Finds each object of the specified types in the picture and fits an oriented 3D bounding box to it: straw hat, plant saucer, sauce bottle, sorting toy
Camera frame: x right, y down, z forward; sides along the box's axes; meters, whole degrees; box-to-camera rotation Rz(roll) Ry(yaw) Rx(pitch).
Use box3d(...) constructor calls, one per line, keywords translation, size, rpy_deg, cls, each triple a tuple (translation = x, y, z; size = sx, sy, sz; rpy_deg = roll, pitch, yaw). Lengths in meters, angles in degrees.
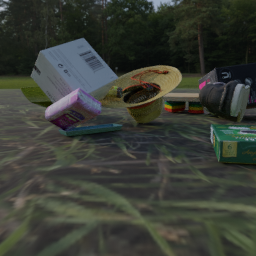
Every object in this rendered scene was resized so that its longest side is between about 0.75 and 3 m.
box3d(translation=(0.459, -0.755, 7.864), size=(2.534, 1.072, 2.534), rpy_deg=(-14, 30, 8), cls="straw hat")
box3d(translation=(-0.829, 0.035, 6.375), size=(1.413, 0.134, 0.494), rpy_deg=(-8, 10, -33), cls="plant saucer")
box3d(translation=(-2.318, -0.943, 9.419), size=(1.842, 0.441, 1.840), rpy_deg=(0, -9, 22), cls="plant saucer")
box3d(translation=(-0.649, -1.014, 7.680), size=(0.987, 0.319, 0.319), rpy_deg=(7, 11, 9), cls="sauce bottle")
box3d(translation=(2.213, -0.960, 10.743), size=(1.833, 0.638, 1.822), rpy_deg=(4, 11, 18), cls="sorting toy")

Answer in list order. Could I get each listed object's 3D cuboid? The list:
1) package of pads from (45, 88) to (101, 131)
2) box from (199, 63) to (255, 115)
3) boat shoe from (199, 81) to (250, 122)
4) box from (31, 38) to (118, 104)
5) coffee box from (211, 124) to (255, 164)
box3d(translation=(-1.148, -0.364, 5.834), size=(1.078, 0.408, 0.650), rpy_deg=(-24, -44, 33), cls="package of pads")
box3d(translation=(3.719, -1.258, 8.885), size=(2.449, 1.299, 1.497), rpy_deg=(-9, -3, -6), cls="box")
box3d(translation=(2.057, -0.587, 5.811), size=(0.698, 0.818, 2.448), rpy_deg=(17, 7, 25), cls="boat shoe")
box3d(translation=(-1.268, -1.226, 6.749), size=(1.408, 1.400, 0.920), rpy_deg=(-37, -6, -43), cls="box")
box3d(translation=(1.896, 0.221, 4.586), size=(0.989, 0.354, 1.608), rpy_deg=(2, 9, 11), cls="coffee box")
